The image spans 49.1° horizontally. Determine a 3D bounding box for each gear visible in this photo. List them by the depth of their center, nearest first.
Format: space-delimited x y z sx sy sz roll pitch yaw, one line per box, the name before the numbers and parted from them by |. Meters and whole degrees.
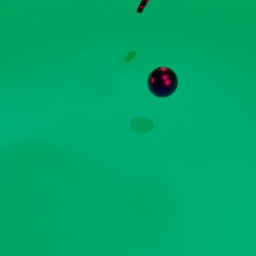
gear | 0.687 -4.835 10.497 0.212 1.146 1.146 29 40 -6

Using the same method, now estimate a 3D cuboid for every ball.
ball | 0.871 -1.151 7.047 0.784 0.784 0.784 0 38 0
